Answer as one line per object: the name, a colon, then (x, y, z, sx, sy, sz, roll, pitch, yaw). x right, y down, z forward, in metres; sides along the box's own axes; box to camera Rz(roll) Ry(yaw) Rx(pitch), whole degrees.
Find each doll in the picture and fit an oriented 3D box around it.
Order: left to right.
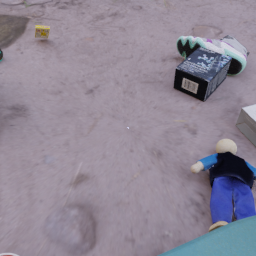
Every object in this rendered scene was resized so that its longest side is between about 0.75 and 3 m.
doll: (2.288, 1.199, 6.442, 1.757, 0.624, 2.575, 14, 46, 4)

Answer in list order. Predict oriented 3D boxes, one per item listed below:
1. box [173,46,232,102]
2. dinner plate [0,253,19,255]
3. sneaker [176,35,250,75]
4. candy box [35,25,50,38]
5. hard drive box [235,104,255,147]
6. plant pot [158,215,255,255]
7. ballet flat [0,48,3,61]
box: (2.454, -1.815, 9.258, 1.197, 0.863, 1.612, 29, 54, 26)
dinner plate: (-2.253, 2.905, 4.947, 1.276, 0.155, 1.276, -6, 58, 10)
sneaker: (3.222, -2.987, 10.462, 2.589, 1.007, 1.811, 28, 50, 13)
candy box: (-3.440, -3.837, 11.218, 0.533, 1.043, 0.138, 0, 87, -20)
hard drive box: (4.223, -0.081, 7.664, 1.865, 0.716, 1.454, -15, 47, -14)
plant pot: (1.924, 2.655, 4.123, 2.995, 2.117, 2.115, -15, 47, -27)
ballet flat: (-5.964, -3.083, 10.524, 2.619, 0.896, 0.890, 7, 46, 7)
